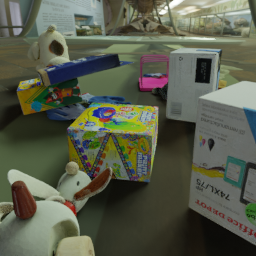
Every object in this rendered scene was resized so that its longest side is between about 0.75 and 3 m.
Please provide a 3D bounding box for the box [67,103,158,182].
[{"bbox_3d":[-0.244,0.245,6.688,1.798,1.139,1.867,4,23,8],"label":"box"}]

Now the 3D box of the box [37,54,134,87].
[{"bbox_3d":[-1.466,-2.060,9.377,2.958,0.479,1.792,-18,20,-17],"label":"box"}]

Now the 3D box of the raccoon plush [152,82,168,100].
[{"bbox_3d":[1.653,-1.883,11.781,1.815,1.216,0.878,17,28,36],"label":"raccoon plush"}]

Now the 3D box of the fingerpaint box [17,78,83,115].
[{"bbox_3d":[-2.925,-1.391,10.411,2.043,0.898,2.449,-14,20,-13],"label":"fingerpaint box"}]

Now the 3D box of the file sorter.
[{"bbox_3d":[1.347,-2.767,13.703,1.559,1.407,2.243,0,22,1],"label":"file sorter"}]

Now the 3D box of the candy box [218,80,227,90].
[{"bbox_3d":[3.488,-2.130,13.078,1.085,0.525,1.859,-2,20,-33],"label":"candy box"}]

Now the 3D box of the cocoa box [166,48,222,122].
[{"bbox_3d":[2.233,-1.481,9.423,1.493,2.239,1.469,9,24,22],"label":"cocoa box"}]

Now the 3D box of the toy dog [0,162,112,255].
[{"bbox_3d":[-1.111,1.024,3.895,1.937,1.415,2.937,-6,14,-19],"label":"toy dog"}]

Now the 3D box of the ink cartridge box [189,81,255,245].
[{"bbox_3d":[2.156,0.505,4.705,1.559,2.135,1.567,-21,30,-38],"label":"ink cartridge box"}]

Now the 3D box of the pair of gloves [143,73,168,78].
[{"bbox_3d":[1.814,-2.911,15.564,1.813,0.207,1.458,-11,19,-39],"label":"pair of gloves"}]

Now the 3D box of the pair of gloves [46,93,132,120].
[{"bbox_3d":[-1.351,-0.723,10.160,2.376,0.337,2.956,17,29,32],"label":"pair of gloves"}]

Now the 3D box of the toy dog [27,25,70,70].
[{"bbox_3d":[-3.389,-3.235,13.592,1.953,2.714,2.799,-1,52,-38],"label":"toy dog"}]
